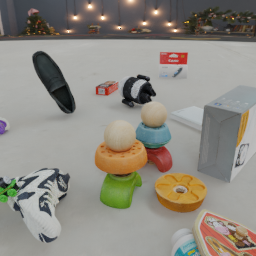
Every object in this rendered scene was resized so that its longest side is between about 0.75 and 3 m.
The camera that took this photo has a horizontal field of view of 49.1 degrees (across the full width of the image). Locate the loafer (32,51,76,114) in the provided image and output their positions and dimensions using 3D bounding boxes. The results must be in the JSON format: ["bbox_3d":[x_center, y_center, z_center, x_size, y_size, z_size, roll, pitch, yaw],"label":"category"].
[{"bbox_3d":[-2.686,-1.675,10.495,0.875,2.576,0.904,-33,26,-14],"label":"loafer"}]

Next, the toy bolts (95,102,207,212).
[{"bbox_3d":[0.680,0.483,6.628,2.478,1.799,2.594,7,24,15],"label":"toy bolts"}]

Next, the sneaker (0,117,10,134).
[{"bbox_3d":[-4.888,-0.082,9.485,1.608,0.648,0.671,2,29,4],"label":"sneaker"}]

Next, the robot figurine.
[{"bbox_3d":[0.372,-1.614,12.073,1.696,1.058,1.274,25,39,34],"label":"robot figurine"}]

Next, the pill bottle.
[{"bbox_3d":[1.091,2.111,4.307,0.655,0.655,1.182,-7,24,-16],"label":"pill bottle"}]

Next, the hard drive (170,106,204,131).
[{"bbox_3d":[2.791,-0.308,10.411,1.376,0.278,2.086,-16,27,-32],"label":"hard drive"}]

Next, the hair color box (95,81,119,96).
[{"bbox_3d":[-1.049,-2.048,14.277,0.695,0.419,1.370,7,24,19],"label":"hair color box"}]

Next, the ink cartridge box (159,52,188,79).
[{"bbox_3d":[2.736,-3.786,16.925,1.727,1.521,0.386,2,23,5],"label":"ink cartridge box"}]

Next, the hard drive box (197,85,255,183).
[{"bbox_3d":[2.897,0.032,7.589,0.928,1.883,2.416,18,30,35],"label":"hard drive box"}]

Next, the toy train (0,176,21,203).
[{"bbox_3d":[-2.731,1.406,5.365,1.536,0.433,0.321,-34,19,9],"label":"toy train"}]

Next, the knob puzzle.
[{"bbox_3d":[1.871,1.867,4.389,2.156,0.299,2.156,20,15,-6],"label":"knob puzzle"}]

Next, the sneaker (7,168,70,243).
[{"bbox_3d":[-1.610,1.381,5.770,1.328,0.815,2.041,-29,26,-34],"label":"sneaker"}]
